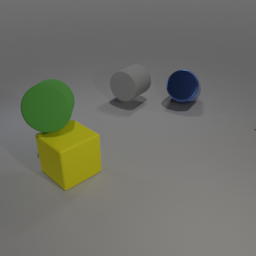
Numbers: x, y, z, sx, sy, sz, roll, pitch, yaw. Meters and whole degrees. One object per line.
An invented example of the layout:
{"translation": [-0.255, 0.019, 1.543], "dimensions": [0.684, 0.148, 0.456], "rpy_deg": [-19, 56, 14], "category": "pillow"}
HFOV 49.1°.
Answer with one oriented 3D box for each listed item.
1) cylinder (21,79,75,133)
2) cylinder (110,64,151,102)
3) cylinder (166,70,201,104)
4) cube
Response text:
{"translation": [-2.353, -0.710, 8.429], "dimensions": [1.400, 1.400, 1.400], "rpy_deg": [-4, 16, -7], "category": "cylinder"}
{"translation": [0.134, -2.077, 12.802], "dimensions": [1.400, 1.400, 1.400], "rpy_deg": [17, 32, 28], "category": "cylinder"}
{"translation": [2.582, -1.857, 12.874], "dimensions": [1.400, 1.400, 1.400], "rpy_deg": [11, 3, 19], "category": "cylinder"}
{"translation": [-1.815, 0.783, 8.704], "dimensions": [1.400, 1.400, 1.400], "rpy_deg": [-26, 39, -38], "category": "cube"}
